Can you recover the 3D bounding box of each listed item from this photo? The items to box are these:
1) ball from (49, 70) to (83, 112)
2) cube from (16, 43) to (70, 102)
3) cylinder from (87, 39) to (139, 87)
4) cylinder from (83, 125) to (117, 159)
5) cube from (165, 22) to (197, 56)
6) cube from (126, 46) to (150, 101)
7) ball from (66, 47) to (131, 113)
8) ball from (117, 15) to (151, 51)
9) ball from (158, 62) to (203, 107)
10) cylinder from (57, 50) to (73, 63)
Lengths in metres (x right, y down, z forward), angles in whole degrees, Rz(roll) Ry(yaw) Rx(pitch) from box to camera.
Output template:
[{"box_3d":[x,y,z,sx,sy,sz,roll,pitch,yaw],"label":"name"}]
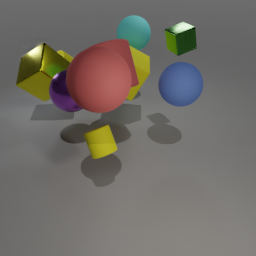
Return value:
[{"box_3d":[-1.877,-1.218,9.216,1.400,1.400,1.400,0,31,0],"label":"ball"},{"box_3d":[-3.255,-2.120,10.895,1.400,1.400,1.400,-21,56,28],"label":"cube"},{"box_3d":[-0.497,-1.843,8.651,1.400,1.400,1.400,-15,6,1],"label":"cylinder"},{"box_3d":[-0.716,0.357,7.300,0.700,0.700,0.700,-20,5,2],"label":"cylinder"},{"box_3d":[1.648,-2.789,8.755,0.700,0.700,0.700,-25,39,-11],"label":"cube"},{"box_3d":[-0.112,-2.173,10.626,1.400,1.400,1.400,25,36,-15],"label":"cube"},{"box_3d":[-0.625,-1.026,6.055,1.400,1.400,1.400,0,31,0],"label":"ball"},{"box_3d":[0.234,-3.885,11.543,1.400,1.400,1.400,0,31,0],"label":"ball"},{"box_3d":[1.669,-1.378,8.891,1.400,1.400,1.400,0,31,0],"label":"ball"},{"box_3d":[-2.924,-3.066,12.759,0.700,0.700,0.700,23,-1,33],"label":"cylinder"}]
